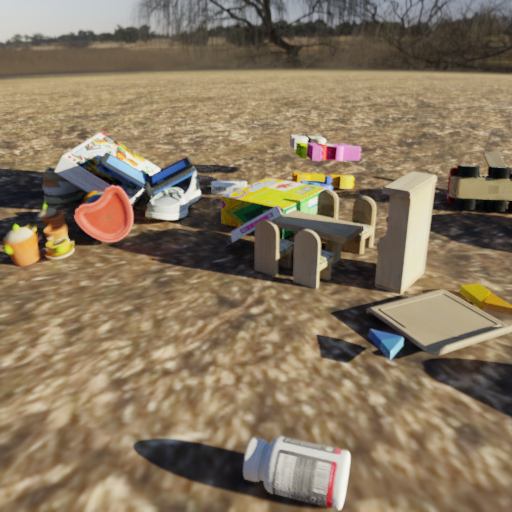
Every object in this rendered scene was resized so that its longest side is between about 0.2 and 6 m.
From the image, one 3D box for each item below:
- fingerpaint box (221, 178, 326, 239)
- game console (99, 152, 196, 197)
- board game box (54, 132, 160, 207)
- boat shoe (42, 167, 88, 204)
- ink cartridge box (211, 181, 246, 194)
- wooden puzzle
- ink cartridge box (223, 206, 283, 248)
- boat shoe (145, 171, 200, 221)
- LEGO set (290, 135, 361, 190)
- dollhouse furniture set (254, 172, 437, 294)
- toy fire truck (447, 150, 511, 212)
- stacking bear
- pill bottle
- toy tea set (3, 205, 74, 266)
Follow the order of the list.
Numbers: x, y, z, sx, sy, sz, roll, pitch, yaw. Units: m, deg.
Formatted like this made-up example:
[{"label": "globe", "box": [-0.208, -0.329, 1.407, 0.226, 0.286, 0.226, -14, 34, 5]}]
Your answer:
[{"label": "fingerpaint box", "box": [0.379, -1.015, 11.467, 1.473, 0.647, 1.765, 15, 27, 30]}, {"label": "game console", "box": [-2.276, -1.985, 11.855, 1.599, 1.108, 1.873, -28, 20, -2]}, {"label": "board game box", "box": [-3.316, -1.970, 12.917, 1.712, 0.469, 2.712, 32, 21, -11]}, {"label": "boat shoe", "box": [-4.122, -1.919, 13.411, 0.862, 0.789, 2.307, 10, 25, 21]}, {"label": "ink cartridge box", "box": [-0.654, -1.771, 13.768, 0.832, 0.246, 1.040, 0, 25, 0]}, {"label": "wooden puzzle", "box": [2.464, 0.891, 7.535, 2.375, 0.278, 1.602, -8, 20, -18]}, {"label": "ink cartridge box", "box": [-0.087, -0.526, 10.021, 1.193, 0.221, 0.565, -31, 3, 9]}, {"label": "boat shoe", "box": [-1.776, -1.340, 12.119, 0.843, 0.734, 2.288, 6, 24, 14]}, {"label": "LEGO set", "box": [1.702, -2.059, 13.224, 1.437, 1.336, 3.503, 1, 17, -5]}, {"label": "dollhouse furniture set", "box": [1.486, -0.598, 9.214, 2.471, 1.642, 2.166, 15, 28, 32]}, {"label": "toy fire truck", "box": [5.227, -1.764, 12.746, 1.751, 1.280, 1.989, 3, 12, 9]}, {"label": "stacking bear", "box": [-2.964, -0.844, 10.789, 0.995, 0.932, 1.639, -37, 24, -12]}, {"label": "pill bottle", "box": [0.351, 1.869, 4.902, 0.878, 0.486, 0.486, 8, 24, 16]}, {"label": "toy tea set", "box": [-3.886, -0.482, 9.987, 1.095, 0.682, 1.842, -16, 28, -14]}]
